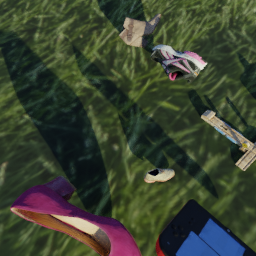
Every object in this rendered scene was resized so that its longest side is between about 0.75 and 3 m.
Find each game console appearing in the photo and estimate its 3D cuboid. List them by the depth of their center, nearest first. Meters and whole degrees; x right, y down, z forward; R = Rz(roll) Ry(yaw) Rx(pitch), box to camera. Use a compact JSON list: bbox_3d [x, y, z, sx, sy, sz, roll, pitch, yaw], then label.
[{"bbox_3d":[1.656,2.462,5.378,2.036,0.316,1.800,40,40,18],"label":"game console"}]

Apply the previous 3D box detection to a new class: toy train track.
[{"bbox_3d":[3.066,0.235,7.634,1.380,0.391,2.406,-39,64,-23],"label":"toy train track"}]

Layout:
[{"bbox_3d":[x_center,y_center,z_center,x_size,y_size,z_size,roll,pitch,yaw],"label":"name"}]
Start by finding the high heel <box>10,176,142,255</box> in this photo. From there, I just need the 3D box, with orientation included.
[{"bbox_3d":[-1.009,2.176,5.620,2.801,0.944,1.346,35,32,19],"label":"high heel"}]

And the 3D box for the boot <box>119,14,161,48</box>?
[{"bbox_3d":[0.377,-3.475,9.567,1.036,0.498,1.417,27,94,-11],"label":"boot"}]

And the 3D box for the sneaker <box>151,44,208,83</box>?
[{"bbox_3d":[1.338,-1.921,8.514,2.016,0.810,0.870,30,92,50],"label":"sneaker"}]

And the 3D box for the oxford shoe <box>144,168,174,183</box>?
[{"bbox_3d":[0.817,1.149,6.992,0.832,0.307,0.295,-11,52,-22],"label":"oxford shoe"}]
